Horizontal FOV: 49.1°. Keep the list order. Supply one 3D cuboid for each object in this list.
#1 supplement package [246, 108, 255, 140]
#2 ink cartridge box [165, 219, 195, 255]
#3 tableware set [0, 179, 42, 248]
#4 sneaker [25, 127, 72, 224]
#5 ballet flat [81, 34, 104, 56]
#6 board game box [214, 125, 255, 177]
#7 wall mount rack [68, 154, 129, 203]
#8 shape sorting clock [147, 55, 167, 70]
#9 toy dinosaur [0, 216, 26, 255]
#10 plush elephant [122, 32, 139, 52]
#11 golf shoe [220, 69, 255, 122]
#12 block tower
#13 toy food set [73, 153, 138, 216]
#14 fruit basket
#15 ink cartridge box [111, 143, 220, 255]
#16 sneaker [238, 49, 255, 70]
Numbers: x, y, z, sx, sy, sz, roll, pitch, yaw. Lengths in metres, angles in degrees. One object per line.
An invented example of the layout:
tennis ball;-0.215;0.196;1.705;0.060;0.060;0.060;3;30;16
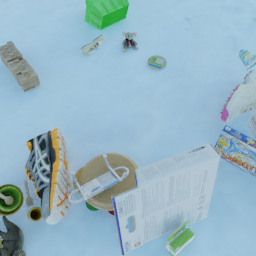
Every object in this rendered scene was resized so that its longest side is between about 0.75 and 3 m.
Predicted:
supplement package;5.403;0.051;8.451;2.597;1.440;2.022;-11;57;-7
ink cartridge box;1.291;2.693;6.832;0.679;0.919;0.348;-32;59;-22
tableware set;-3.367;2.352;6.764;2.563;0.393;1.727;-13;82;-39
sneaker;-2.277;1.313;7.845;1.143;1.158;2.960;-13;46;-2
ballet flat;-1.424;-3.492;11.917;1.335;0.450;0.416;-41;91;-23
board game box;3.412;0.748;8.167;1.699;1.150;0.293;31;58;22
wall mount rack;-0.739;1.345;7.164;1.788;0.667;1.554;-27;26;-17
shape sorting clock;1.175;-2.644;11.357;0.781;0.153;0.781;1;57;-2
toy dinosaur;-2.931;2.893;7.000;0.813;0.612;1.589;-1;43;-19
plush elephant;0.061;-3.741;11.874;0.697;0.655;0.846;-8;53;-6
golf shoe;4.185;-1.005;9.611;1.222;1.005;2.669;35;62;22
block tower;-4.259;-2.391;10.839;0.721;0.673;2.493;-28;57;-21
toy food set;-0.507;1.545;7.997;1.860;0.453;1.841;-33;59;-22
fruit basket;-1.222;-5.736;12.998;2.159;1.557;2.159;5;66;-10
ink cartridge box;0.825;1.725;6.576;2.523;2.518;0.512;-18;43;-15
sneaker;4.249;-2.506;9.862;0.450;1.131;0.738;-31;86;1
